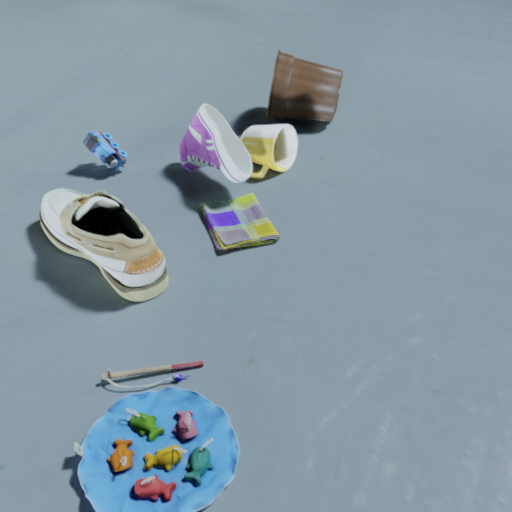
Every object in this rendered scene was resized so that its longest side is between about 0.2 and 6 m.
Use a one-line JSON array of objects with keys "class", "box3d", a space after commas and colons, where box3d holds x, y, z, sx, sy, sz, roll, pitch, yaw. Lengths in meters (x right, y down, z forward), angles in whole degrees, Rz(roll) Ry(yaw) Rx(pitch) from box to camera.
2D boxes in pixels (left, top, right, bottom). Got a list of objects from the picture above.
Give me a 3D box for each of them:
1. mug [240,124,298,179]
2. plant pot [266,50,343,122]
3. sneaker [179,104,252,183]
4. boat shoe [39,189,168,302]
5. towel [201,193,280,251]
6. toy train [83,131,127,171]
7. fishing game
[{"class": "mug", "box3d": [0.145, -2.395, 12.336, 1.053, 1.028, 1.283, 16, 34, 31]}, {"class": "plant pot", "box3d": [1.228, -4.176, 14.156, 1.698, 1.715, 1.715, 11, 39, 1]}, {"class": "sneaker", "box3d": [-0.926, -2.021, 11.782, 0.839, 1.319, 2.314, 20, 32, -41]}, {"class": "boat shoe", "box3d": [-2.732, -0.556, 9.788, 3.390, 1.159, 1.267, 30, 47, 33]}, {"class": "towel", "box3d": [-0.333, -0.669, 10.720, 1.194, 0.189, 1.663, -11, 39, -13]}, {"class": "toy train", "box3d": [-3.275, -2.298, 12.235, 1.010, 0.438, 0.577, 49, 30, 6]}, {"class": "fishing game", "box3d": [-1.190, 2.295, 6.782, 1.972, 0.428, 2.753, -5, 38, -11]}]
